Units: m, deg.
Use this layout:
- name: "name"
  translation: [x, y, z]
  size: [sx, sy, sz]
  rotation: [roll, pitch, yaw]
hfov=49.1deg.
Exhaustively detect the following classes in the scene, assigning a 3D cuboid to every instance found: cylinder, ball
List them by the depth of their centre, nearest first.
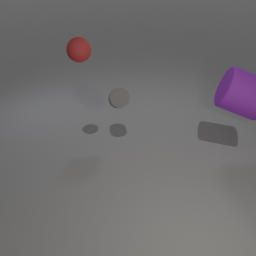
- name: "ball"
  translation: [-1.391, -2.214, 7.934]
  size: [0.700, 0.700, 0.700]
  rotation: [0, 32, 0]
- name: "cylinder"
  translation: [3.796, -1.132, 9.234]
  size: [1.400, 1.400, 1.400]
  rotation: [22, 34, -1]
- name: "cylinder"
  translation: [-0.321, -1.039, 9.818]
  size: [0.700, 0.700, 0.700]
  rotation: [-4, 3, -7]
